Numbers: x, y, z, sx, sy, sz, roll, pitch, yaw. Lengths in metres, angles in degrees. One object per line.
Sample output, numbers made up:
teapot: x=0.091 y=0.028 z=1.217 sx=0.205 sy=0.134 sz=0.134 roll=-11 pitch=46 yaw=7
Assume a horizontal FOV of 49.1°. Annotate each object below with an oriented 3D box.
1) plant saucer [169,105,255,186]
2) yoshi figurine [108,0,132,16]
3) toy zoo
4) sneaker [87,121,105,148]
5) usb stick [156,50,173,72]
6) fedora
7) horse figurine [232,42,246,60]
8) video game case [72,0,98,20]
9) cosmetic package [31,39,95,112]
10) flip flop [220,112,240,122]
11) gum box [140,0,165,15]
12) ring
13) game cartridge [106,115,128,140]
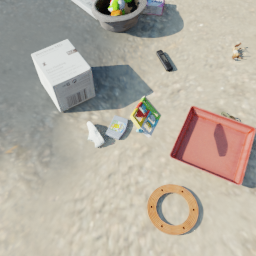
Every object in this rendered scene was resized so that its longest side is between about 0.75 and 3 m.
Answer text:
plant saucer: x=2.775 y=0.554 z=9.208 sx=2.296 sy=0.421 sz=2.292 roll=22 pitch=60 yaw=13
yoshi figurine: x=-0.241 y=-5.559 z=11.991 sx=1.022 sy=1.026 sz=1.826 roll=0 pitch=83 yaw=-18
toy zoo: x=0.484 y=-0.277 z=7.764 sx=0.789 sy=0.123 sz=1.202 roll=48 pitch=42 yaw=-14
sneaker: x=-1.205 y=0.218 z=9.481 sx=0.448 sy=0.381 sz=1.012 roll=-34 pitch=64 yaw=-7
usb stick: x=1.487 y=-2.763 z=11.473 sx=0.323 sy=0.190 sz=1.164 roll=-21 pitch=60 yaw=-4
fedora: x=-0.359 y=-5.044 z=12.392 sx=2.422 sy=1.093 sz=2.142 roll=-10 pitch=56 yaw=-1
horse figurine: x=4.597 y=-3.175 z=11.702 sx=0.589 sy=0.222 sz=0.889 roll=0 pitch=65 yaw=7
video game case: x=-1.400 y=-6.648 z=13.893 sx=2.587 sy=0.313 sz=2.842 roll=-37 pitch=64 yaw=-21
cosmetic package: x=-2.296 y=-1.888 z=10.123 sx=1.495 sy=1.496 sz=1.814 roll=-29 pitch=62 yaw=-17
flip flop: x=3.615 y=-0.343 z=9.894 sx=0.318 sy=0.225 sz=0.783 roll=-37 pitch=64 yaw=-21
gum box: x=1.035 y=-5.852 z=13.280 sx=1.429 sy=0.472 sz=0.811 roll=8 pitch=58 yaw=5
ring: x=1.299 y=2.371 z=8.210 sx=1.492 sy=0.143 sz=1.492 roll=0 pitch=58 yaw=-1
game cartridge: x=-0.349 y=-0.019 z=9.732 sx=0.584 sy=0.177 sz=0.875 roll=19 pitch=59 yaw=7
